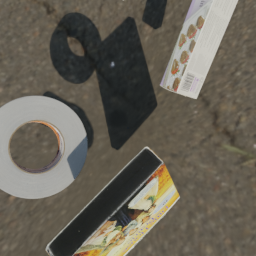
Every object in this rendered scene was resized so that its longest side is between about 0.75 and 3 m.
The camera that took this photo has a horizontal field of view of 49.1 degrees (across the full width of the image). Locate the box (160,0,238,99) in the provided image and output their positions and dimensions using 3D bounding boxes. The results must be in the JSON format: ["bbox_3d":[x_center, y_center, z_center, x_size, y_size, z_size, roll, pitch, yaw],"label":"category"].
[{"bbox_3d":[1.356,-1.857,4.788,0.561,0.524,2.709,10,106,-35],"label":"box"}]

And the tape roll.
[{"bbox_3d":[-1.521,0.301,4.630,1.629,0.538,1.629,0,89,-24],"label":"tape roll"}]

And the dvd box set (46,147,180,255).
[{"bbox_3d":[0.017,1.358,4.301,1.725,2.358,0.347,-44,63,-7],"label":"dvd box set"}]
